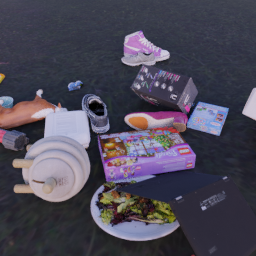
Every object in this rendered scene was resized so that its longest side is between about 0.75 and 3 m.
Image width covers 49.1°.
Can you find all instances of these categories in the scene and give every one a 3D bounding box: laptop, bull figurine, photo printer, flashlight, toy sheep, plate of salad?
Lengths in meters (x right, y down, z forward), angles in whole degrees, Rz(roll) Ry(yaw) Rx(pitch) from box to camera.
[{"bbox_3d":[1.685,2.254,7.470,2.703,1.673,2.887,-8,61,-42],"label":"laptop"},{"bbox_3d":[-4.056,-0.755,11.687,2.885,0.940,1.751,-14,37,-20],"label":"bull figurine"},{"bbox_3d":[-2.298,0.155,10.600,1.666,0.695,2.002,-6,36,-10],"label":"photo printer"},{"bbox_3d":[-5.068,0.237,10.369,2.603,0.884,0.881,14,59,18],"label":"flashlight"},{"bbox_3d":[-2.089,1.163,8.051,2.067,2.067,2.998,-3,18,-4],"label":"toy sheep"},{"bbox_3d":[0.296,1.987,7.842,2.695,0.647,2.695,-1,27,1],"label":"plate of salad"}]

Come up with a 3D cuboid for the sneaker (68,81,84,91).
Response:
[{"bbox_3d":[-2.610,-2.105,14.066,0.417,0.367,0.935,23,41,33],"label":"sneaker"}]

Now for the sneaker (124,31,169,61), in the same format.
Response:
[{"bbox_3d":[1.138,-5.024,17.078,2.874,1.639,1.042,8,35,9],"label":"sneaker"}]

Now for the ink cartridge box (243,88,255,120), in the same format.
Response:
[{"bbox_3d":[5.542,-0.474,10.248,1.812,1.040,2.495,32,15,36],"label":"ink cartridge box"}]

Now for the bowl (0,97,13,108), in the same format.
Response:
[{"bbox_3d":[-5.499,-0.982,12.403,0.884,0.462,0.884,0,36,0],"label":"bowl"}]

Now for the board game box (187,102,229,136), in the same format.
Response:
[{"bbox_3d":[3.374,-0.440,11.759,1.330,0.322,1.758,16,39,21],"label":"board game box"}]

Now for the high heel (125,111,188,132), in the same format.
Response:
[{"bbox_3d":[1.156,-0.408,11.353,2.485,0.837,1.192,2,27,9],"label":"high heel"}]

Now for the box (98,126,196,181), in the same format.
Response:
[{"bbox_3d":[0.547,0.782,9.683,2.956,0.578,2.023,-7,31,-10],"label":"box"}]

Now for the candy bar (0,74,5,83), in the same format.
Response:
[{"bbox_3d":[-6.954,-2.023,14.000,0.714,0.317,2.865,0,36,0],"label":"candy bar"}]

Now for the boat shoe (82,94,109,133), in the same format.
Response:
[{"bbox_3d":[-1.410,-0.904,11.892,0.973,0.920,2.714,-8,37,-12],"label":"boat shoe"}]

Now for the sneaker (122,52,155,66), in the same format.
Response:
[{"bbox_3d":[0.625,-4.203,16.599,2.008,0.823,0.750,-3,36,-5],"label":"sneaker"}]

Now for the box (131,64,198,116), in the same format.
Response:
[{"bbox_3d":[1.574,-1.648,12.132,2.398,1.466,1.272,24,85,31],"label":"box"}]

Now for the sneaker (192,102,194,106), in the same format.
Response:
[{"bbox_3d":[2.508,-1.334,12.841,0.449,0.525,1.266,-22,41,-25],"label":"sneaker"}]
